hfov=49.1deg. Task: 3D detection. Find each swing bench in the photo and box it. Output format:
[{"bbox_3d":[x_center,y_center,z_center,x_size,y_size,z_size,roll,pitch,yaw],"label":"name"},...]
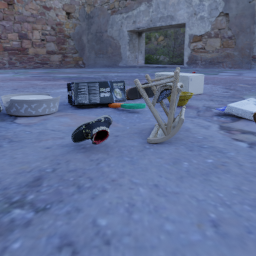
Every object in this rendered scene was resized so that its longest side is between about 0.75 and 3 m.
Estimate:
[{"bbox_3d":[1.024,-0.668,7.727,1.130,1.742,1.733,-10,13,15],"label":"swing bench"}]

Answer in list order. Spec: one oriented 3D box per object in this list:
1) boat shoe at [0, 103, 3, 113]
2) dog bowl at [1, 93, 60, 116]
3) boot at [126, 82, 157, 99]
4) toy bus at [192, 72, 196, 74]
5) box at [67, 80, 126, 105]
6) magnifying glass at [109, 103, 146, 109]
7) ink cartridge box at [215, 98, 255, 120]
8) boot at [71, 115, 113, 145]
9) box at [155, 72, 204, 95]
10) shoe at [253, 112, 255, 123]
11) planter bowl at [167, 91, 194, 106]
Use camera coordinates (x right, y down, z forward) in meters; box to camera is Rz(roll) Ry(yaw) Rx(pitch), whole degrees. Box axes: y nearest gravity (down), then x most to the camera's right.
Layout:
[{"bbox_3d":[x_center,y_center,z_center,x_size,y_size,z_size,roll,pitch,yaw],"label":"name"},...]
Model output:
[{"bbox_3d":[-5.275,-0.900,10.480,2.490,0.888,0.750,10,21,41],"label":"boat shoe"},{"bbox_3d":[-3.795,-0.961,11.094,2.225,0.653,2.225,0,13,0],"label":"dog bowl"},{"bbox_3d":[0.605,-1.958,14.925,2.252,0.829,0.850,-14,9,-37],"label":"boot"},{"bbox_3d":[4.116,-3.084,19.023,1.530,0.790,1.443,-32,-3,-11],"label":"toy bus"},{"bbox_3d":[-1.462,-1.611,12.640,2.272,0.978,1.860,-6,9,-22],"label":"box"},{"bbox_3d":[-0.091,-0.907,11.561,0.798,0.225,2.005,-11,14,-41],"label":"magnifying glass"},{"bbox_3d":[4.560,-0.772,10.576,1.798,0.366,1.802,-15,27,-39],"label":"ink cartridge box"},{"bbox_3d":[-0.908,0.147,6.710,1.159,0.418,0.875,-27,21,9],"label":"boot"},{"bbox_3d":[3.069,-2.756,17.082,1.384,1.133,2.915,-10,17,-33],"label":"box"},{"bbox_3d":[3.741,-0.048,7.161,1.249,0.437,0.333,38,49,2],"label":"shoe"},{"bbox_3d":[2.280,-1.303,12.667,1.370,0.570,1.370,0,14,0],"label":"planter bowl"}]
